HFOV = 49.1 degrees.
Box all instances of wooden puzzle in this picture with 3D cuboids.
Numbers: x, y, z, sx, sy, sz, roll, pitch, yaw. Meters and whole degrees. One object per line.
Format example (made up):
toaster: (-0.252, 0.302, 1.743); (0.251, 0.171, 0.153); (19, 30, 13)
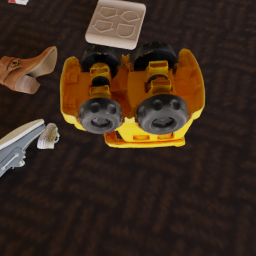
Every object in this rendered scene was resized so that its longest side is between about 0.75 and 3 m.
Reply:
wooden puzzle: (-0.404, -3.625, 9.847); (1.768, 0.442, 1.909); (11, 68, 6)

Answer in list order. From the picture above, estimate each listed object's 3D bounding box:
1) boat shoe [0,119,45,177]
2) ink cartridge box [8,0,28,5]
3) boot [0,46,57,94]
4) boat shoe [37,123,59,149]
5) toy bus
boat shoe: (-3.242, 0.768, 7.515); (2.695, 0.981, 0.833); (-42, 114, -26)
ink cartridge box: (-4.138, -5.113, 10.721); (0.725, 0.184, 0.823); (10, 63, 4)
boot: (-3.245, -2.004, 8.928); (1.478, 0.730, 1.904); (20, 72, 14)
boat shoe: (-1.726, 0.210, 6.280); (0.341, 0.396, 1.100); (15, 20, -7)
toy bus: (0.055, -0.310, 5.221); (2.251, 2.161, 1.528); (-3, 58, -2)
